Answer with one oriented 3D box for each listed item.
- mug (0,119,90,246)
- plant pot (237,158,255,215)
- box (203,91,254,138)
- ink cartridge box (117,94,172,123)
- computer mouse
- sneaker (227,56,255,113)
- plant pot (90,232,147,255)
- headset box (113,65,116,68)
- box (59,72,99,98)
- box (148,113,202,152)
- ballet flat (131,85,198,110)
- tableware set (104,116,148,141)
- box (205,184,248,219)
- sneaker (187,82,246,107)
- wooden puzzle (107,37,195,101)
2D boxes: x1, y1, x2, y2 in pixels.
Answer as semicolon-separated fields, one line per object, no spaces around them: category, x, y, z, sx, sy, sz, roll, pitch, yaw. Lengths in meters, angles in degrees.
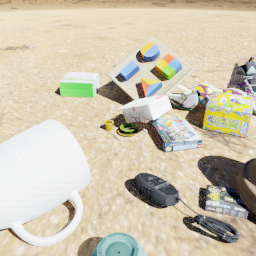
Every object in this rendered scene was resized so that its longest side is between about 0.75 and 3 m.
mug;-2.027;1.309;6.027;2.175;1.831;2.481;-32;72;-33
plant pot;3.807;0.862;6.169;2.245;1.958;2.245;6;29;-4
box;3.591;-0.545;9.976;1.480;0.937;1.537;13;31;22
ink cartridge box;0.496;-0.621;9.346;0.967;0.560;1.661;-30;17;-37
computer mouse;1.186;1.807;6.358;2.669;0.454;0.782;29;17;34
sneaker;4.988;-1.870;11.289;1.108;1.994;2.850;-8;30;-15
plant pot;-0.164;2.354;4.853;1.207;0.809;1.207;0;28;0
headset box;-0.238;-3.296;15.584;0.960;0.360;0.714;19;34;31
box;-2.195;-2.011;12.848;1.530;0.740;1.350;2;29;4
box;1.512;0.110;9.352;1.227;0.338;1.796;-6;31;-11
ballet flat;1.505;-1.406;11.532;2.806;1.009;1.009;9;30;17
tableware set;0.239;-0.295;10.141;2.316;0.355;1.560;-17;33;-27
box;2.305;1.715;6.616;0.920;0.226;0.741;8;33;14
sneaker;3.498;-1.143;11.268;1.113;0.926;2.471;-30;34;-29
wooden puzzle;0.818;-2.351;11.269;2.585;0.646;2.791;-43;63;-7
